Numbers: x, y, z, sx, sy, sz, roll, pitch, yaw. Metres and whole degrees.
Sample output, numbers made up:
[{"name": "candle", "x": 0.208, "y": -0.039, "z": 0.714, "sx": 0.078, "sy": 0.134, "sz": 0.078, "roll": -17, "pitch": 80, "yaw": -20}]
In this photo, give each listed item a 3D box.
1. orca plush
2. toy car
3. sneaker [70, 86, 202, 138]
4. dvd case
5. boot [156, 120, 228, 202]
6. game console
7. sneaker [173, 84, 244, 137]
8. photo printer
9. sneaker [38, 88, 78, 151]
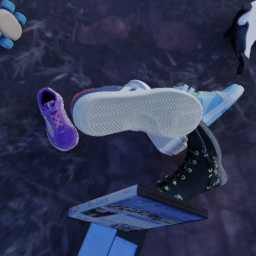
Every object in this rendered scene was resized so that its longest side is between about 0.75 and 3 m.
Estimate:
[{"name": "orca plush", "x": 3.782, "y": -3.084, "z": 9.485, "sx": 1.544, "sy": 1.043, "sz": 2.935, "roll": 27, "pitch": 68, "yaw": -38}, {"name": "toy car", "x": -4.411, "y": -3.531, "z": 9.427, "sx": 1.334, "sy": 1.180, "sz": 1.230, "roll": 18, "pitch": 79, "yaw": 20}, {"name": "sneaker", "x": 0.192, "y": -0.462, "z": 6.133, "sx": 2.958, "sy": 1.250, "sz": 1.109, "roll": 3, "pitch": 108, "yaw": -24}, {"name": "dvd case", "x": 0.091, "y": 1.521, "z": 4.999, "sx": 1.540, "sy": 2.159, "sz": 0.189, "roll": 26, "pitch": 53, "yaw": -29}, {"name": "boot", "x": 1.481, "y": 0.984, "z": 7.146, "sx": 1.767, "sy": 2.339, "sz": 0.844, "roll": -32, "pitch": 27, "yaw": -8}, {"name": "game console", "x": -0.504, "y": 3.114, "z": 7.113, "sx": 1.618, "sy": 0.284, "sz": 1.829, "roll": 21, "pitch": 70, "yaw": 8}, {"name": "sneaker", "x": 2.205, "y": -0.928, "z": 8.324, "sx": 2.381, "sy": 0.947, "sz": 1.554, "roll": -37, "pitch": 78, "yaw": -18}, {"name": "photo printer", "x": 0.723, "y": -0.315, "z": 7.729, "sx": 0.744, "sy": 1.782, "sz": 2.142, "roll": -37, "pitch": 71, "yaw": 10}, {"name": "sneaker", "x": -2.131, "y": -0.325, "z": 8.168, "sx": 0.839, "sy": 0.923, "sz": 2.087, "roll": -24, "pitch": 71, "yaw": -11}]
